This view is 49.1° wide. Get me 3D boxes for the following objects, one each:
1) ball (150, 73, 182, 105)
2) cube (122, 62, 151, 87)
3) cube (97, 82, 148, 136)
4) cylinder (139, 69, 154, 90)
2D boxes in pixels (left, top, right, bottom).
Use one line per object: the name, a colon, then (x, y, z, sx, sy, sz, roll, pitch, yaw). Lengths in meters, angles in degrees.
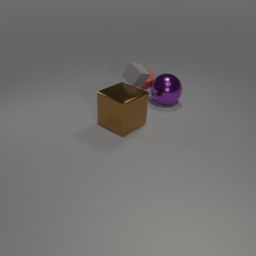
ball: (1.696, -1.711, 12.412, 1.400, 1.400, 1.400, 0, 31, 0)
cube: (0.339, -2.146, 11.339, 0.700, 0.700, 0.700, -6, 51, -53)
cube: (-0.214, -0.762, 10.755, 1.400, 1.400, 1.400, 27, 39, 34)
cylinder: (0.796, -2.236, 12.916, 0.700, 0.700, 0.700, 2, 67, -5)
